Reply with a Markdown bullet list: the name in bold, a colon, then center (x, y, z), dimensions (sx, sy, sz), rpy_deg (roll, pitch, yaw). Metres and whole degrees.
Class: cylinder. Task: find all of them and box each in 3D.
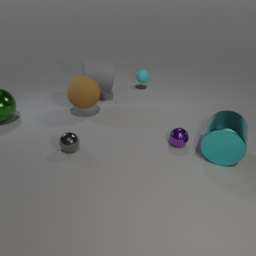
- **cylinder**: center (3.258, 0.312, 9.406), dimensions (1.400, 1.400, 1.400), rpy_deg (11, 32, 19)
- **cylinder**: center (-1.478, -2.436, 13.357), dimensions (1.400, 1.400, 1.400), rpy_deg (5, 28, -15)

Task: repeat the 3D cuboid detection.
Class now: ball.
- **ball**: center (-1.890, -1.507, 11.963), dimensions (1.400, 1.400, 1.400), rpy_deg (0, 29, 0)
- **ball**: center (0.790, -2.707, 14.823), dimensions (0.700, 0.700, 0.700), rpy_deg (0, 29, 0)
- **ball**: center (-2.051, 0.492, 9.805), dimensions (0.700, 0.700, 0.700), rpy_deg (0, 29, 0)
- **ball**: center (-5.378, -0.928, 11.615), dimensions (1.400, 1.400, 1.400), rpy_deg (0, 29, 0)
- **ball**: center (1.839, 0.332, 10.102), dimensions (0.700, 0.700, 0.700), rpy_deg (0, 29, 0)
